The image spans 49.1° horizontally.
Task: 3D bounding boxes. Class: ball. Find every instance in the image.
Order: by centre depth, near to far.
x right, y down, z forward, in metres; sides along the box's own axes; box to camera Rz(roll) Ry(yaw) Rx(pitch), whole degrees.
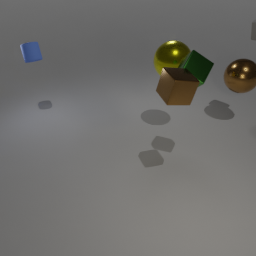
[{"bbox_3d":[1.622,-2.433,10.115,1.400,1.400,1.400,0,30,0],"label":"ball"},{"bbox_3d":[4.637,-2.117,11.426,1.400,1.400,1.400,0,30,0],"label":"ball"}]

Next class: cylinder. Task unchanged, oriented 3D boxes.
[{"bbox_3d":[-3.890,-3.050,11.295,0.700,0.700,0.700,-12,12,3],"label":"cylinder"}]

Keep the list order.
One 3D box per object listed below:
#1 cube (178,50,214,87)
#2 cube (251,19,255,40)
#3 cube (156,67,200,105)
[{"bbox_3d":[1.782,-1.573,7.709,0.700,0.700,0.700,31,-13,-8],"label":"cube"},{"bbox_3d":[5.083,-3.691,10.396,0.700,0.700,0.700,-38,44,-25],"label":"cube"},{"bbox_3d":[1.219,-1.035,6.977,0.700,0.700,0.700,-2,39,-23],"label":"cube"}]
